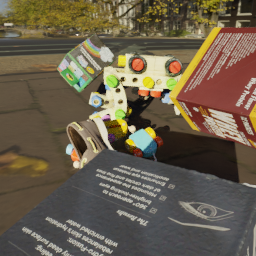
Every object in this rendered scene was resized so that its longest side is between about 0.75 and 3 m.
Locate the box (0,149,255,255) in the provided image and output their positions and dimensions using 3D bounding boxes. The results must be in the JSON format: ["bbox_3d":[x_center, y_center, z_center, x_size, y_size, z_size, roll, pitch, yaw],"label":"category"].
[{"bbox_3d":[0.016,1.084,2.209,1.600,0.955,1.627,11,33,35],"label":"box"}]

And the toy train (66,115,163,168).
[{"bbox_3d":[-0.217,0.435,5.457,1.741,0.484,1.308,13,54,9],"label":"toy train"}]

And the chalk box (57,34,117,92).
[{"bbox_3d":[-1.439,-1.967,8.984,1.760,1.098,1.091,-48,11,-32],"label":"chalk box"}]

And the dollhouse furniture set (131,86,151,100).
[{"bbox_3d":[0.340,-1.321,9.709,0.925,0.582,1.046,22,42,40],"label":"dollhouse furniture set"}]

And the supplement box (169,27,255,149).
[{"bbox_3d":[2.508,-0.894,6.082,2.148,1.426,2.118,22,73,47],"label":"supplement box"}]

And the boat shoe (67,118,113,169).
[{"bbox_3d":[-0.506,0.542,4.469,0.597,0.720,2.006,-5,40,-22],"label":"boat shoe"}]

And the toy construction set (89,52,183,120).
[{"bbox_3d":[0.467,-0.974,7.348,2.937,1.926,1.353,-4,26,-21],"label":"toy construction set"}]
